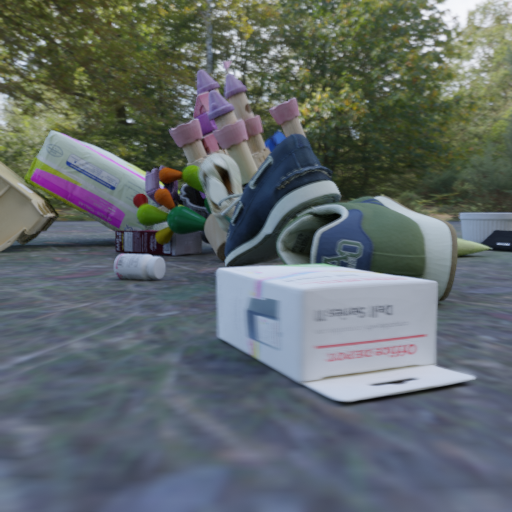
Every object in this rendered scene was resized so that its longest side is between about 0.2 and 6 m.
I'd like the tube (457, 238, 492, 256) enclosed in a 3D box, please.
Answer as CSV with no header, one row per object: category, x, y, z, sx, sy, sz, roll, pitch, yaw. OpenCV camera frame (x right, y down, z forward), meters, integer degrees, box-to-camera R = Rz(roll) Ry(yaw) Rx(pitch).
tube,3.332,-0.174,10.045,1.910,0.496,0.554,3,41,-33

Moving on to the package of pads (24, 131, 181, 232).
package of pads,-3.702,-1.715,15.017,3.443,1.520,4.456,29,4,1

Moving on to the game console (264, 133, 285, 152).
game console,0.634,-2.363,13.978,1.010,1.183,0.700,-42,4,2

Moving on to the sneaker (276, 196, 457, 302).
sneaker,0.878,-0.188,6.128,1.366,1.020,3.043,4,7,-9

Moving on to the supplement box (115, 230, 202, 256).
supplement box,-1.909,-0.270,10.917,1.532,0.466,0.834,3,5,32

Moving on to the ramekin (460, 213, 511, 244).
ramekin,5.933,-0.683,14.106,1.522,0.799,1.522,-1,5,0

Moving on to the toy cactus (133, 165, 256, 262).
toy cactus,-0.698,-0.658,9.962,2.912,1.489,2.402,-2,36,-12

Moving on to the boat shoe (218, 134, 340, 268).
boat shoe,0.123,-0.541,7.088,1.065,0.879,2.844,-16,-12,-17

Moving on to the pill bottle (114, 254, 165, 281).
pill bottle,-1.399,0.139,6.744,0.556,0.315,0.315,2,5,23

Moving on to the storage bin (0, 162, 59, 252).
storage bin,-5.969,-1.384,12.287,2.835,1.338,2.855,40,-5,-12

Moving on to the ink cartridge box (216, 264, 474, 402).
ink cartridge box,0.407,0.338,3.121,0.837,0.481,1.430,-2,5,-25

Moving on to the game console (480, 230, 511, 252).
game console,5.524,-0.157,11.809,1.040,0.688,1.182,-36,20,-24

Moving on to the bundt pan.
bundt pan,-0.232,-0.932,12.096,2.802,1.052,2.802,1,27,0

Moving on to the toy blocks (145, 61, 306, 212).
toy blocks,-0.933,-2.737,12.061,2.980,2.508,2.785,-15,15,39

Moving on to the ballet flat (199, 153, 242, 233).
ballet flat,-0.582,-1.197,9.120,0.683,2.024,0.631,-34,-44,10
